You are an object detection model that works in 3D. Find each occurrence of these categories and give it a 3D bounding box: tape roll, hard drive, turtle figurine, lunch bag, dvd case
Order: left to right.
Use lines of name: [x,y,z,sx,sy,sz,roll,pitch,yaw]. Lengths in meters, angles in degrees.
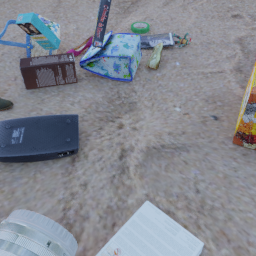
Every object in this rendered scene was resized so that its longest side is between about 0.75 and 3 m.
hard drive: [-2.892,0.334,9.088,2.631,0.557,1.775,-6,44,-6]
lunch bag: [-0.715,-3.176,12.121,2.323,1.480,1.975,7,45,15]
tape roll: [0.676,-5.520,15.388,1.026,0.247,1.026,0,43,0]
dvd case: [1.452,-4.417,14.179,1.701,0.136,1.265,-4,43,6]
turtle figurine: [2.721,-4.340,13.985,1.066,0.537,0.798,23,92,25]

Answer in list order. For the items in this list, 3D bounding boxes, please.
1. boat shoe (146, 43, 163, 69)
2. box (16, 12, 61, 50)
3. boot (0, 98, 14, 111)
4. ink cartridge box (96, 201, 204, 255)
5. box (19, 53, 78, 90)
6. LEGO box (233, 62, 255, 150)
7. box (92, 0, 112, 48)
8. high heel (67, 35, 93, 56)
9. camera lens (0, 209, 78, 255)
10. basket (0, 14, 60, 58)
boat shoe: [1.254,-3.378,12.904,0.561,0.651,1.785,11,52,5]
box: [-2.700,-2.916,8.555,0.570,1.386,0.341,5,74,24]
boot: [-5.175,-1.137,10.422,1.699,0.824,0.635,6,44,6]
ink cartridge box: [0.431,2.987,6.457,1.722,0.509,2.152,33,58,29]
box: [-3.220,-2.340,11.504,2.150,1.077,0.806,-10,45,-12]
LEGO box: [4.513,-0.987,9.304,1.115,2.153,2.891,17,47,17]
box: [-0.832,-3.500,8.917,0.322,1.709,1.167,10,23,-11]
high heel: [-2.269,-3.930,13.381,1.539,0.738,0.518,-19,47,-18]
camera lens: [-2.214,3.013,5.390,1.826,1.826,2.282,13,45,14]
basket: [-4.480,-4.298,13.017,2.523,1.755,2.224,4,44,-10]
